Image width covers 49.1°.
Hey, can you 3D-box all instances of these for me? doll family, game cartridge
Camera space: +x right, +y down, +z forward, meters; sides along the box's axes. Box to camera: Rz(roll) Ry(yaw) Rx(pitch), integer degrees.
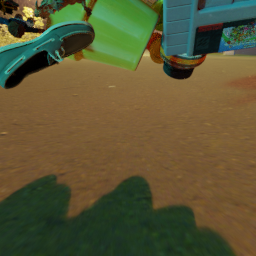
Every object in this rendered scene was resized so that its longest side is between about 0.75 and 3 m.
[{"bbox_3d":[-3.249,-2.633,6.391,2.601,1.021,1.504,-2,23,-12],"label":"doll family"},{"bbox_3d":[2.076,-2.186,5.046,2.877,1.865,0.552,-8,56,3],"label":"game cartridge"}]

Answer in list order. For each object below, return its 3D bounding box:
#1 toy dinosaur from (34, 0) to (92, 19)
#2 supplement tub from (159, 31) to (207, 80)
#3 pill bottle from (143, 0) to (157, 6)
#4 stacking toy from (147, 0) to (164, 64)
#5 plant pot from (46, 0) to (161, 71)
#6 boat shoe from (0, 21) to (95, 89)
[{"bbox_3d":[-0.867,-2.029,3.897,0.479,1.117,0.757,16,10,29],"label":"toy dinosaur"},{"bbox_3d":[1.619,-2.595,7.564,1.392,2.602,1.392,3,50,-4],"label":"supplement tub"},{"bbox_3d":[0.185,-3.688,10.353,2.328,1.290,1.290,-52,34,-8],"label":"pill bottle"},{"bbox_3d":[1.601,-3.648,9.716,2.397,2.170,1.013,-22,43,-3],"label":"stacking toy"},{"bbox_3d":[-0.584,-2.978,8.111,2.580,2.743,2.743,26,18,-3],"label":"plant pot"},{"bbox_3d":[-1.443,-1.300,5.084,2.075,0.756,0.641,-27,66,-19],"label":"boat shoe"}]
